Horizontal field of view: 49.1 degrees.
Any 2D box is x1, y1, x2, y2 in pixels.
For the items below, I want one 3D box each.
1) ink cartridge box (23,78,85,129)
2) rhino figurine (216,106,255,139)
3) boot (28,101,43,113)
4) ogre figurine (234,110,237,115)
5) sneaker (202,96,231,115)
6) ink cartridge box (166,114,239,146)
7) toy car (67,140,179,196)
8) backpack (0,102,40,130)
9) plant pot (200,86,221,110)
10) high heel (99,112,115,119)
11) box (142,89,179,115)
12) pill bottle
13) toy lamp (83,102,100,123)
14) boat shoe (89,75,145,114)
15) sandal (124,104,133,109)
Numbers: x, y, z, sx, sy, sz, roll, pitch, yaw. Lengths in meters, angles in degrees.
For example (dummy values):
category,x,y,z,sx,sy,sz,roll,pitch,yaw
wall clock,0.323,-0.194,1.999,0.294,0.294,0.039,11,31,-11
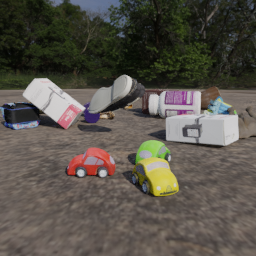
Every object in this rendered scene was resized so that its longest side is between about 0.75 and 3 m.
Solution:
category,x,y,z,sx,sy,sz,roll,pitch,yaw
ink cartridge box,-3.044,-1.077,11.805,2.216,0.939,1.614,36,9,-5
rhino figurine,4.372,-0.163,9.955,2.543,1.112,0.760,-4,-33,-27
boot,-5.024,-1.499,16.979,2.273,1.059,2.939,-10,16,-41
ogre figurine,5.067,-0.626,13.844,0.616,0.504,1.027,-15,-10,20
sneaker,2.908,-0.497,10.447,2.150,1.404,0.855,2,11,13
ink cartridge box,2.420,0.003,9.085,1.946,0.811,1.413,3,9,37
toy car,0.249,0.674,6.330,2.564,0.572,2.413,7,13,32
backpack,-4.648,-0.572,11.860,1.537,1.034,1.403,10,15,41
plant pot,4.952,-1.770,18.041,1.585,1.481,1.481,-15,11,-2
high heel,-1.147,-0.582,13.903,0.780,0.390,1.094,-11,11,-25
box,1.823,-1.484,15.889,1.659,1.376,1.362,10,14,43
pill bottle,2.354,-1.150,14.069,2.495,1.401,1.401,3,11,14
toy lamp,-1.859,-0.820,14.024,0.808,0.808,2.776,-2,11,-12
boat shoe,-0.460,-0.983,9.368,0.789,0.967,2.616,20,-27,-31
sandal,0.054,-1.469,18.778,0.519,0.579,1.578,31,16,-7
